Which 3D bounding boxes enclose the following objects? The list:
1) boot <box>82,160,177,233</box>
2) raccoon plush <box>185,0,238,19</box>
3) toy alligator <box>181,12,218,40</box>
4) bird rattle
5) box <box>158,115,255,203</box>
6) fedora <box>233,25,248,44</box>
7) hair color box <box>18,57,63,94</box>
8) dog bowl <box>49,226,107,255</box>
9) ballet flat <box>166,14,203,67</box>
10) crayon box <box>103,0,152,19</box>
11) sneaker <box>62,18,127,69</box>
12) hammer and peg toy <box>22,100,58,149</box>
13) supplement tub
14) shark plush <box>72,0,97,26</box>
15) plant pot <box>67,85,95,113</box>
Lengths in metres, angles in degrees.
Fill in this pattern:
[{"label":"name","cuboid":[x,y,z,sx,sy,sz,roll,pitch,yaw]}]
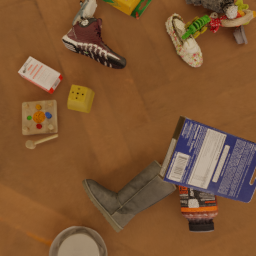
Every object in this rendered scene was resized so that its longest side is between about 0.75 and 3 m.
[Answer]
[{"label":"boot","cuboid":[0.048,2.135,10.407,2.767,1.004,2.516,-40,93,-2]},{"label":"raccoon plush","cuboid":[3.406,-5.484,11.668,1.878,1.356,2.803,5,31,4]},{"label":"toy alligator","cuboid":[3.045,-4.345,11.504,2.178,0.591,0.646,-38,86,-17]},{"label":"bird rattle","cuboid":[4.381,-4.675,11.783,1.940,1.582,1.093,-21,119,-15]},{"label":"box","cuboid":[2.459,0.952,7.833,2.942,0.477,1.782,18,94,-17]},{"label":"fedora","cuboid":[4.833,-4.025,12.134,0.451,0.883,0.999,-17,60,28]},{"label":"hair color box","cuboid":[-3.652,-2.212,11.741,1.568,0.501,0.870,31,78,6]},{"label":"dog bowl","cuboid":[-1.735,4.535,10.017,2.047,0.600,2.047,0,77,0]},{"label":"ballet flat","cuboid":[2.389,-3.775,11.960,0.973,0.823,2.574,-29,78,-8]},{"label":"crayon box","cuboid":[-0.214,-6.300,12.658,2.676,0.680,1.699,31,78,7]},{"label":"sneaker","cuboid":[-1.164,-3.749,11.770,2.956,1.118,1.708,25,79,7]},{"label":"hammer and peg toy","cuboid":[-3.465,-0.146,11.140,1.430,0.686,1.945,-6,76,-3]},{"label":"supplement tub","cuboid":[2.535,2.437,10.168,1.318,1.318,2.465,-3,75,-1]},{"label":"shark plush","cuboid":[-1.881,-5.392,12.190,0.835,0.910,2.004,22,107,32]},{"label":"plant pot","cuboid":[-1.953,-1.251,11.326,0.951,0.839,0.951,12,77,2]}]
